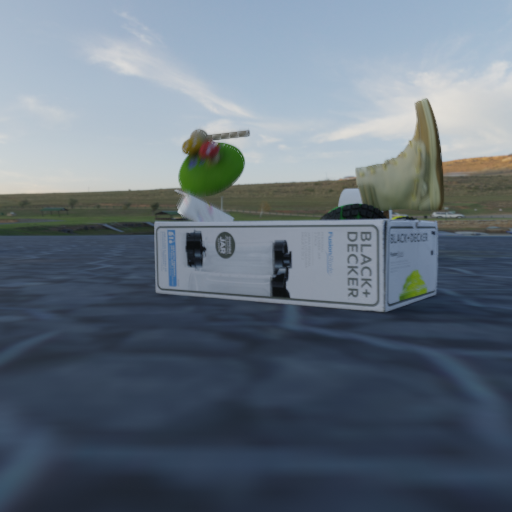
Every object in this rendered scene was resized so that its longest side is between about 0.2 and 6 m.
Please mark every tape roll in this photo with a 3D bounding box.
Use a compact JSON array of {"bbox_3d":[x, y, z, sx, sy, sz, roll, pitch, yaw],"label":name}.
[{"bbox_3d":[2.948,-1.014,15.063,1.112,1.619,1.619,1,3,26],"label":"tape roll"}]

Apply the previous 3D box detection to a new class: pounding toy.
[{"bbox_3d":[-0.727,-1.575,8.349,1.055,1.367,0.634,-5,-41,19],"label":"pounding toy"}]

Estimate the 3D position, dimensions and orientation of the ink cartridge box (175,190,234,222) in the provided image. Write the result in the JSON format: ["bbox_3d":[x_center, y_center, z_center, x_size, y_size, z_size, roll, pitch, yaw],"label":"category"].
[{"bbox_3d":[-0.840,-0.645,8.331,0.918,0.310,0.535,28,-1,-14],"label":"ink cartridge box"}]

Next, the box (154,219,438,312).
[{"bbox_3d":[0.278,0.017,4.208,1.880,0.565,1.096,1,3,33],"label":"box"}]

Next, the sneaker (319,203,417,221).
[{"bbox_3d":[1.915,-0.317,9.929,2.371,0.925,1.010,9,-11,-40],"label":"sneaker"}]

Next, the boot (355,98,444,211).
[{"bbox_3d":[2.681,-1.841,10.697,1.622,2.087,0.760,-3,17,24],"label":"boot"}]
